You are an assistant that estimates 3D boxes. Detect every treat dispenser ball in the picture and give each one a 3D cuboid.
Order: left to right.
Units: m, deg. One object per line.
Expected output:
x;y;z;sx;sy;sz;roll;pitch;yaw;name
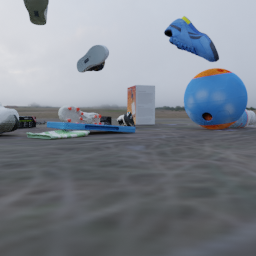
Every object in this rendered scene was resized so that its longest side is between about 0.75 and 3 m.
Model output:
3.200;-1.068;10.339;2.253;2.253;2.253;0;3;0;treat dispenser ball

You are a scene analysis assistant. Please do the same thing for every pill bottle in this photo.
4.493;-0.414;11.655;1.502;0.817;0.817;0;2;-17;pill bottle

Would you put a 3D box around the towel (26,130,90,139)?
-1.624;0.145;6.612;0.927;0.142;1.216;3;4;36;towel

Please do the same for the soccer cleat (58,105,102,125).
-1.982;-0.352;10.956;0.946;0.845;2.440;-1;-5;28;soccer cleat

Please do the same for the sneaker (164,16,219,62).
2.145;-2.928;9.770;1.039;2.651;0.874;-31;-40;3;sneaker

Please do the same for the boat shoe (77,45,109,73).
-1.543;-3.613;14.585;1.211;0.944;2.668;-13;0;-40;boat shoe

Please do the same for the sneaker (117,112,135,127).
-0.101;-0.256;11.753;0.726;0.669;1.816;-13;-2;1;sneaker

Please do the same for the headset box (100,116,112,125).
-1.462;-0.358;14.205;0.929;0.469;1.250;-1;3;-21;headset box

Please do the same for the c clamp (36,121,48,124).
-5.205;-0.284;16.424;1.193;0.189;1.397;-6;5;-9;c clamp

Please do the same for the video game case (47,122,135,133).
-1.077;-0.021;8.100;2.133;0.190;1.526;4;0;-32;video game case

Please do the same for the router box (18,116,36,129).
-4.674;-0.237;11.339;1.162;0.482;1.551;1;3;21;router box

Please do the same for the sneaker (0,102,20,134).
-3.922;-0.439;7.366;2.882;1.255;1.074;3;3;33;sneaker

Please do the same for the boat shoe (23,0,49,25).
-2.802;-3.950;8.596;0.725;0.740;2.079;0;-8;-16;boat shoe

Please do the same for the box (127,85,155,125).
0.702;-1.254;15.610;1.132;2.129;1.621;-1;2;-16;box
